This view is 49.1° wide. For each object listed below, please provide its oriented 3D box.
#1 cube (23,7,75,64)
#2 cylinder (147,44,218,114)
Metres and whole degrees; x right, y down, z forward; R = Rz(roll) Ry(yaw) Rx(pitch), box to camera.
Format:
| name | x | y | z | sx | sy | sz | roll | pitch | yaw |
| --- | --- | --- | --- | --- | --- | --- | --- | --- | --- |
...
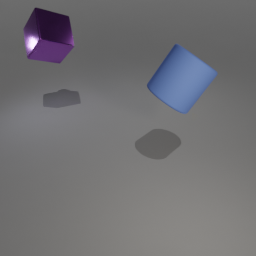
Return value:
| name | x | y | z | sx | sy | sz | roll | pitch | yaw |
| --- | --- | --- | --- | --- | --- | --- | --- | --- | --- |
| cube | -3.115 | -3.551 | 10.970 | 1.400 | 1.400 | 1.400 | -1 | -18 | -39 |
| cylinder | 1.471 | -1.343 | 7.733 | 1.400 | 1.400 | 1.400 | 32 | 19 | -12 |
